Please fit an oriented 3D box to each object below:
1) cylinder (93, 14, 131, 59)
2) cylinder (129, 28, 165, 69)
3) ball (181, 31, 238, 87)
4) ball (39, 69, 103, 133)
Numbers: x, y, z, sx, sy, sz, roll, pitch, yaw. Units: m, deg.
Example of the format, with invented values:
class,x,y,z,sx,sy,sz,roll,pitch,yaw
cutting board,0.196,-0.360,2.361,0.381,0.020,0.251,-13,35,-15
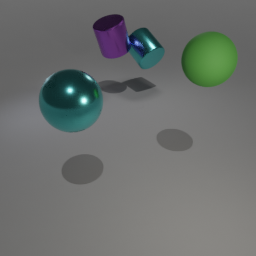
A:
class,x,y,z,sx,sy,sz,roll,pitch,yaw
cylinder,-0.691,-4.032,12.361,1.400,1.400,1.400,-9,46,10
cylinder,0.800,-3.773,13.342,1.400,1.400,1.400,-22,67,-31
ball,2.094,-1.765,7.263,1.400,1.400,1.400,0,32,0
ball,-1.249,-0.596,6.213,1.400,1.400,1.400,0,32,0
